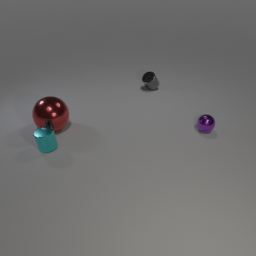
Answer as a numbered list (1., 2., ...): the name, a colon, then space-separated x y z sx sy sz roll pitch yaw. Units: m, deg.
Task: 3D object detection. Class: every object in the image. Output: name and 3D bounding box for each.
1. cylinder: -2.938 0.398 10.021 0.700 0.700 0.700 -5 35 3
2. cylinder: 1.150 -2.370 14.111 0.700 0.700 0.700 -12 60 22
3. ball: -2.997 -0.536 10.902 1.400 1.400 1.400 0 33 0
4. ball: 3.050 -0.188 10.949 0.700 0.700 0.700 0 33 0
